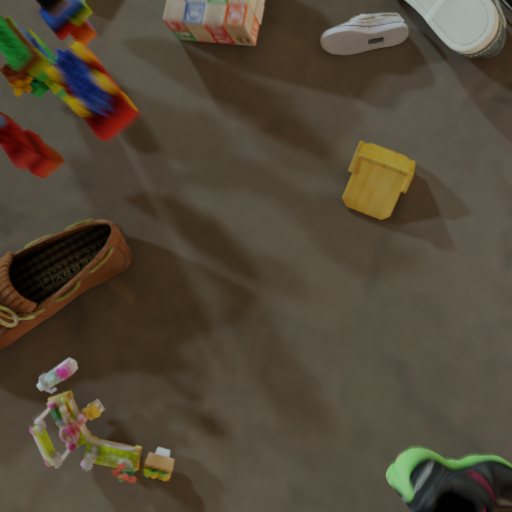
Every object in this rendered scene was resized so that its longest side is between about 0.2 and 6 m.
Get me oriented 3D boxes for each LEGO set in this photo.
[{"bbox_3d":[-2.171,2.494,7.420,1.031,0.834,2.240,-43,94,9],"label":"LEGO set"}]

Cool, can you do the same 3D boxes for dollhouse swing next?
[{"bbox_3d":[1.929,-1.199,9.008,0.954,0.838,0.867,21,34,6],"label":"dollhouse swing"}]

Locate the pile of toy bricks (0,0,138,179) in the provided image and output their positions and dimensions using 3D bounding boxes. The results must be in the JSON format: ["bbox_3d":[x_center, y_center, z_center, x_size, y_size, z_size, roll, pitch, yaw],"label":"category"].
[{"bbox_3d":[-3.219,-2.865,8.539,2.259,2.010,4.072,-38,74,7],"label":"pile of toy bricks"}]

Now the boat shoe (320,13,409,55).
[{"bbox_3d":[1.816,-3.869,9.578,1.549,0.557,0.509,-12,66,-4],"label":"boat shoe"}]

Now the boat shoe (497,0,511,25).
[{"bbox_3d":[5.131,-4.120,9.428,1.022,0.946,2.769,-35,77,-9],"label":"boat shoe"}]

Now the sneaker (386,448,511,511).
[{"bbox_3d":[2.627,3.061,7.090,2.222,0.853,0.931,13,33,-25],"label":"sneaker"}]

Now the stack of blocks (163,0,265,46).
[{"bbox_3d":[-0.536,-4.906,9.366,1.437,0.731,2.495,10,87,15],"label":"stack of blocks"}]

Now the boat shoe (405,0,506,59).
[{"bbox_3d":[3.224,-4.789,9.762,1.059,1.248,3.427,0,59,-45],"label":"boat shoe"}]

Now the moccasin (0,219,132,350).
[{"bbox_3d":[-3.344,0.487,7.951,3.279,1.266,1.199,-25,76,-7],"label":"moccasin"}]
